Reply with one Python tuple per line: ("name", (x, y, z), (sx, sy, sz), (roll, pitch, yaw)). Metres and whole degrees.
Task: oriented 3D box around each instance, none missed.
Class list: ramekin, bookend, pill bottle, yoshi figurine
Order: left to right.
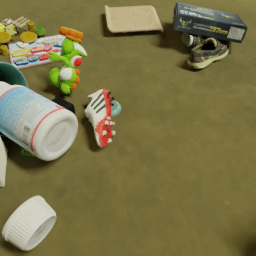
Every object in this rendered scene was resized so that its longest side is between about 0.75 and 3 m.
("pill bottle", (-2.885, -0.311, 7.947), (2.733, 1.486, 1.486), (28, 53, 23))
("ramekin", (-2.124, 2.145, 6.210), (0.595, 1.133, 1.133), (34, 55, 16))
("bookend", (-2.319, -0.551, 9.139), (0.838, 0.388, 0.843), (26, 54, 23))
("yoshi figurine", (-2.221, -2.272, 9.603), (1.209, 2.152, 1.205), (3, 12, -31))

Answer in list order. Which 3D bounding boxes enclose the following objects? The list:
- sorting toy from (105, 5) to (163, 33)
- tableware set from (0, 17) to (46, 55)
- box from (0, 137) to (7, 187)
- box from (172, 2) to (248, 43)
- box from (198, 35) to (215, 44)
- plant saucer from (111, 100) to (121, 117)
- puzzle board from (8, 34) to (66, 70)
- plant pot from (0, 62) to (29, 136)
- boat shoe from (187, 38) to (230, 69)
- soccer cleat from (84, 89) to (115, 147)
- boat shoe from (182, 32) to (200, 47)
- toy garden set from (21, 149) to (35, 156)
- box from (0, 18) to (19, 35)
("sorting toy", (0.229, -5.153, 13.368), (2.571, 0.469, 2.380), (-2, 47, -8))
("tableware set", (-4.770, -3.959, 12.208), (1.548, 0.353, 2.298), (29, 56, 11))
("box", (-4.387, 0.911, 7.292), (2.059, 1.122, 1.316), (-9, 48, -8))
("box", (3.392, -4.589, 12.065), (2.926, 0.746, 2.307), (13, 34, 1))
("box", (3.576, -4.015, 12.412), (1.043, 0.248, 0.636), (-8, 47, -8))
("plant saucer", (-0.621, -0.705, 9.448), (0.790, 0.142, 0.790), (-1, 48, 1))
("puzzle board", (-3.613, -3.295, 11.768), (2.624, 0.228, 1.977), (-15, 50, -14))
("plant pot", (-4.337, -0.873, 8.389), (1.720, 2.143, 2.143), (4, 47, 19))
("boat shoe", (3.341, -3.186, 11.234), (2.521, 0.828, 0.901), (-35, 53, -29))
("soccer cleat", (-0.928, -0.304, 8.718), (0.933, 0.752, 2.190), (-12, 53, 15))
("boat shoe", (2.680, -3.841, 11.988), (0.488, 0.578, 1.622), (8, 35, -8))
("toy garden set", (-2.655, 0.407, 8.390), (0.813, 0.195, 0.975), (5, 48, 5))
("box", (-5.959, -4.229, 12.419), (2.030, 0.509, 0.764), (-35, 56, -28))
